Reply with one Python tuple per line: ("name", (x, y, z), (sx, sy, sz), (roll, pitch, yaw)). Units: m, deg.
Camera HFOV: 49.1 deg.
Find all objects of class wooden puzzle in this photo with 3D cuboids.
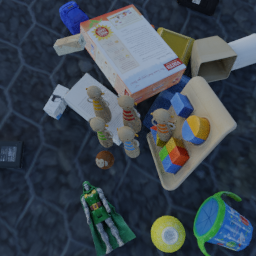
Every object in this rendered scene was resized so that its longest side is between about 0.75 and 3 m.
("wooden puzzle", (1.356, 0.045, 7.295), (0.562, 2.426, 2.247), (22, 33, -28))

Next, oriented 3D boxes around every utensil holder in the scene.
("utensil holder", (3.802, -2.513, 9.348), (1.127, 0.958, 0.958), (-18, 77, -3))

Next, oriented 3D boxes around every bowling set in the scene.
("bowling set", (-0.224, 0.099, 7.125), (2.569, 1.379, 1.788), (14, 58, 23))

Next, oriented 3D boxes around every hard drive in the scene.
("hard drive", (-3.977, 0.830, 8.873), (1.239, 0.204, 0.864), (1, 76, 0))

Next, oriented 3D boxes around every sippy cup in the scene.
("sippy cup", (2.728, 2.778, 7.913), (1.245, 1.334, 1.699), (29, 105, -3))

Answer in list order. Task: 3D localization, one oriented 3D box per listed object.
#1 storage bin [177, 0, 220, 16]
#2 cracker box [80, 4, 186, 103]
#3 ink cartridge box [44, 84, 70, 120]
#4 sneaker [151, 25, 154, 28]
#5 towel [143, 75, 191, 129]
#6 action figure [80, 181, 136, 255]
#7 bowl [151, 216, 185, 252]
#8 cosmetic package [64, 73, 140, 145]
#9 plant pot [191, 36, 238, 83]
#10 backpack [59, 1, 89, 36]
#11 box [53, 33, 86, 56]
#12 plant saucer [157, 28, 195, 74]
("storage bin", (2.555, -4.713, 9.883), (1.426, 0.964, 0.669), (23, 77, 6))
("cracker box", (0.085, -2.326, 8.766), (1.994, 0.859, 2.978), (-27, 70, -20))
("ink cartridge box", (-2.245, -0.829, 9.044), (0.396, 0.686, 0.946), (26, 77, 6))
("sneaker", (0.542, -3.360, 9.856), (0.954, 0.368, 0.348), (-35, 76, -10))
("towel", (1.473, -0.738, 9.107), (1.202, 0.523, 2.154), (31, 78, 8))
("action figure", (-0.830, 2.550, 8.286), (1.260, 0.583, 2.133), (-29, 74, -4))
("bowl", (1.197, 3.099, 8.124), (1.030, 0.554, 1.030), (0, 76, -1))
("cosmetic package", (-0.808, -0.582, 8.921), (2.207, 0.786, 1.119), (39, 79, 8))
("plant pot", (2.666, -2.292, 9.227), (1.217, 1.216, 1.077), (-13, 64, -3))
("backpack", (-1.894, -3.936, 9.780), (0.797, 0.823, 0.980), (-33, 75, -15))
("box", (-1.510, -2.167, 7.288), (0.761, 0.296, 0.361), (-8, 47, 20))
("plant saucer", (1.506, -2.764, 9.714), (1.442, 0.349, 1.442), (21, 77, 5))
